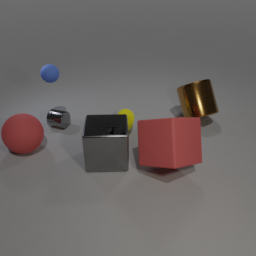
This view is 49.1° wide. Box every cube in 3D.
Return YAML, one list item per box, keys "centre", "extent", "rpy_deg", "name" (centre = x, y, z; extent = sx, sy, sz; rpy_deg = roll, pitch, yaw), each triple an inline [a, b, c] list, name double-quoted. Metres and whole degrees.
- centre: [1.272, 0.418, 8.562]
  extent: [1.400, 1.400, 1.400]
  rpy_deg: [-2, 0, -43]
  name: "cube"
- centre: [-0.701, 0.478, 9.263]
  extent: [1.400, 1.400, 1.400]
  rpy_deg: [-1, 31, -2]
  name: "cube"

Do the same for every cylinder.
- centre: [-0.125, -0.314, 10.817]
  extent: [0.700, 0.700, 0.700]
  rpy_deg: [3, 20, 5]
  name: "cylinder"
- centre: [-2.806, -0.379, 11.336]
  extent: [0.700, 0.700, 0.700]
  rpy_deg: [11, 33, 19]
  name: "cylinder"
- centre: [2.827, -1.123, 11.411]
  extent: [1.400, 1.400, 1.400]
  rpy_deg: [-15, 0, 0]
  name: "cylinder"

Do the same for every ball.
- centre: [-2.981, -2.078, 10.698]
  extent: [0.700, 0.700, 0.700]
  rpy_deg: [0, 31, 0]
  name: "ball"
- centre: [-3.662, 0.189, 9.774]
  extent: [1.400, 1.400, 1.400]
  rpy_deg: [0, 31, 0]
  name: "ball"
